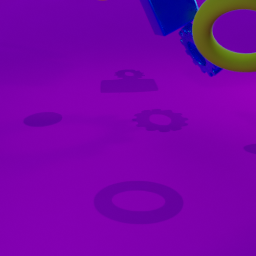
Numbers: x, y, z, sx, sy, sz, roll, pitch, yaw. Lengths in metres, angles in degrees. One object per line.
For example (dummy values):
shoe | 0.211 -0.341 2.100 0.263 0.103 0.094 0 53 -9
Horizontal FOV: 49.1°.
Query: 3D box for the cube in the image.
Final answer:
cube | 1.370 -4.030 9.346 1.371 1.371 1.371 -28 22 3

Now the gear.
gear | 1.840 -1.962 7.092 0.268 1.448 1.448 -37 32 3

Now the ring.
ring | 1.590 -1.301 3.872 1.412 1.412 0.282 13 63 23
